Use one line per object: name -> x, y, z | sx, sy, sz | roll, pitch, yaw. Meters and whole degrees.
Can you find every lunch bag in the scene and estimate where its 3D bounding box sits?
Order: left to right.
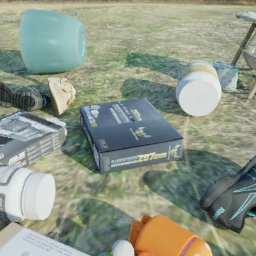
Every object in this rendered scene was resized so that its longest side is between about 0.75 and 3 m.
lunch bag -> 3.827, -2.049, 11.129 | 1.117, 0.951, 0.681 | 25, 38, 37

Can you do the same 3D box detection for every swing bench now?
swing bench -> 5.216, -2.873, 10.740 | 1.803, 2.779, 2.764 | 1, 29, 1

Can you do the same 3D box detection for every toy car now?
toy car -> -0.141, 2.108, 4.011 | 0.637, 0.743, 0.850 | 37, 32, -4

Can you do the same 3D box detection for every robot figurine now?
robot figurine -> 0.662, 1.850, 4.219 | 1.378, 0.991, 0.804 | 23, 71, 35

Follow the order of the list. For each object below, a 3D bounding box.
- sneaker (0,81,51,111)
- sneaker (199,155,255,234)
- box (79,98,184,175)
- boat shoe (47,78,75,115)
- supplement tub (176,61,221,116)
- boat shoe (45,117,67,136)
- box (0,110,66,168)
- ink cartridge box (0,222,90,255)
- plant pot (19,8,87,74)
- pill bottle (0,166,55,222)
sneaker -> -3.747, -1.085, 9.746 | 2.258, 0.851, 0.895 | 19, 20, 19
sneaker -> 2.443, 1.231, 5.536 | 2.302, 0.868, 0.912 | -25, 51, -27
box -> -0.049, 0.058, 7.574 | 2.123, 0.687, 2.693 | -8, 30, -16
boat shoe -> -2.261, -1.238, 9.696 | 0.864, 0.921, 2.499 | -12, 32, -14
supplement tub -> 2.333, -1.345, 9.368 | 1.409, 1.409, 1.949 | 5, 29, 9
boat shoe -> -2.010, -0.042, 8.128 | 0.404, 0.425, 1.181 | -22, 26, -33
box -> -3.026, 0.395, 7.078 | 1.805, 0.570, 2.289 | 19, 34, 29
ink cartridge box -> -0.694, 2.062, 3.088 | 1.846, 1.520, 0.693 | 14, 31, 22
plant pot -> -3.070, -3.710, 12.285 | 2.233, 2.783, 2.783 | 4, 29, 5
pill bottle -> -2.325, 1.203, 5.200 | 1.728, 0.983, 0.983 | 4, 29, 6
